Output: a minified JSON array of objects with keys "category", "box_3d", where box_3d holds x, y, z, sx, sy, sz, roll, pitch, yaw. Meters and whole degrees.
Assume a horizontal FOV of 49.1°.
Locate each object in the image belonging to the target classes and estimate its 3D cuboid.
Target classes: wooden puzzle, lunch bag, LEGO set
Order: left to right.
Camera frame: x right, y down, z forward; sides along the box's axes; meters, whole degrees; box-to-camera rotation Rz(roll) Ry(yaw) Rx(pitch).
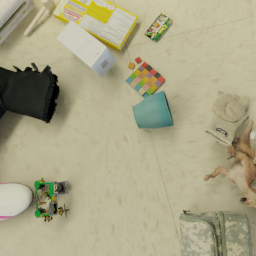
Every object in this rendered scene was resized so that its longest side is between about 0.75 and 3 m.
[{"category":"LEGO set","box_3d":[-2.193,2.048,8.236,0.979,0.738,1.273,-17,76,27]},{"category":"wooden puzzle","box_3d":[0.548,-1.544,9.005,1.554,0.109,0.922,43,83,6]},{"category":"lunch bag","box_3d":[2.316,3.345,7.551,1.837,1.526,2.190,-4,79,17]}]

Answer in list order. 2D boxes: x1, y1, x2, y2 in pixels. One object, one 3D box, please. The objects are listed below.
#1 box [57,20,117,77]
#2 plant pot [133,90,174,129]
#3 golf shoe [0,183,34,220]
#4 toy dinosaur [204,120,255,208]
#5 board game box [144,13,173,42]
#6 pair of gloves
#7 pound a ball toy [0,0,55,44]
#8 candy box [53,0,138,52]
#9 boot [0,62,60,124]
[{"category":"box","box_3d":[-1.236,-2.395,8.523,1.537,0.956,0.749,41,94,17]},{"category":"plant pot","box_3d":[0.728,-0.458,8.400,1.038,1.105,1.105,-16,81,13]},{"category":"golf shoe","box_3d":[-4.147,2.148,7.791,2.874,1.323,1.043,-8,80,-3]},{"category":"toy dinosaur","box_3d":[3.402,1.152,8.079,1.783,1.129,2.631,32,59,-9]},{"category":"board game box","box_3d":[1.016,-3.336,9.311,0.494,0.111,0.942,36,82,4]},{"category":"pair of gloves","box_3d":[3.582,0.026,8.185,2.616,0.459,2.224,27,53,2]},{"category":"pound a ball toy","box_3d":[-3.793,-3.672,8.866,1.675,1.091,2.569,37,83,6]},{"category":"candy box","box_3d":[-1.057,-3.662,9.240,2.531,0.334,1.293,30,85,5]},{"category":"boot","box_3d":[-3.447,-0.600,8.412,2.375,1.073,2.898,10,79,0]}]
